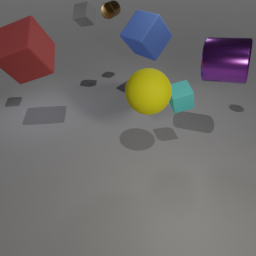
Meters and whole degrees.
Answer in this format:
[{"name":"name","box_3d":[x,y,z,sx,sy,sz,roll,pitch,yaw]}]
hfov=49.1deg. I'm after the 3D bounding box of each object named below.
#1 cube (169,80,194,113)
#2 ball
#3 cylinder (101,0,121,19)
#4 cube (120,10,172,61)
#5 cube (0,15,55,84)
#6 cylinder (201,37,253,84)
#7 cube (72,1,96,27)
[{"name":"cube","box_3d":[1.728,-1.028,9.222,0.700,0.700,0.700,-16,48,1]},{"name":"ball","box_3d":[0.611,-1.097,8.478,1.400,1.400,1.400,0,32,0]},{"name":"cylinder","box_3d":[-0.802,-5.527,13.077,0.700,0.700,0.700,13,37,20]},{"name":"cube","box_3d":[0.795,-4.039,12.228,1.400,1.400,1.400,32,88,40]},{"name":"cube","box_3d":[-3.424,-2.562,9.361,1.400,1.400,1.400,-15,61,15]},{"name":"cylinder","box_3d":[3.169,-2.176,9.024,1.400,1.400,1.400,8,33,21]},{"name":"cube","box_3d":[-1.860,-4.843,11.967,0.700,0.700,0.700,1,-10,25]}]
